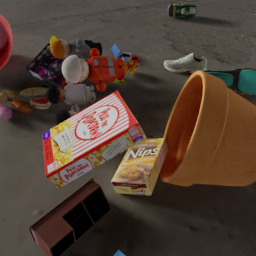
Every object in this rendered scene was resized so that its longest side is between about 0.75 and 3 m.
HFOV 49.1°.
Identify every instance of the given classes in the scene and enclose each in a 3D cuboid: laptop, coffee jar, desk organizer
[{"bbox_3d":[-0.322,-3.548,13.033,0.831,0.481,0.778,8,41,10],"label":"laptop"},{"bbox_3d":[3.303,-7.284,17.372,1.717,0.732,0.895,3,32,2],"label":"coffee jar"},{"bbox_3d":[-1.186,1.974,6.187,0.680,0.633,1.766,31,49,29],"label":"desk organizer"}]

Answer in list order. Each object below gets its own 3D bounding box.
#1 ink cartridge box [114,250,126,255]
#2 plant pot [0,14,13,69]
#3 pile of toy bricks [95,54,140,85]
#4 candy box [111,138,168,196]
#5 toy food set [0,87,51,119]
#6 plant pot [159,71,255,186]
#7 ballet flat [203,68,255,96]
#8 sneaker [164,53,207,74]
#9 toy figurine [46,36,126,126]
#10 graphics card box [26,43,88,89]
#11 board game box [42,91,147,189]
[{"bbox_3d":[-0.225,2.856,5.328,0.571,0.332,0.789,29,47,31],"label":"ink cartridge box"},{"bbox_3d":[-6.206,-3.903,11.990,2.769,2.769,2.450,-6,29,-8],"label":"plant pot"},{"bbox_3d":[-0.446,-2.204,11.159,2.126,1.180,1.050,-7,77,-25],"label":"pile of toy bricks"},{"bbox_3d":[0.353,0.959,7.321,0.965,0.462,1.672,-2,37,28],"label":"candy box"},{"bbox_3d":[-3.814,-0.849,9.841,2.479,0.390,1.576,-4,39,-11],"label":"toy food set"},{"bbox_3d":[2.142,0.244,6.894,1.960,2.800,2.800,18,40,-3],"label":"plant pot"},{"bbox_3d":[4.085,-1.858,10.722,2.902,0.984,1.093,7,20,11],"label":"ballet flat"},{"bbox_3d":[2.450,-2.808,11.843,1.834,0.844,0.694,9,40,12],"label":"sneaker"},{"bbox_3d":[-1.519,-1.364,8.674,1.827,2.626,2.586,-7,39,-30],"label":"toy figurine"},{"bbox_3d":[-2.735,-2.384,11.102,2.398,0.610,1.504,28,73,30],"label":"graphics card box"},{"bbox_3d":[-0.856,0.182,6.380,2.164,0.501,1.639,-30,36,0],"label":"board game box"}]
